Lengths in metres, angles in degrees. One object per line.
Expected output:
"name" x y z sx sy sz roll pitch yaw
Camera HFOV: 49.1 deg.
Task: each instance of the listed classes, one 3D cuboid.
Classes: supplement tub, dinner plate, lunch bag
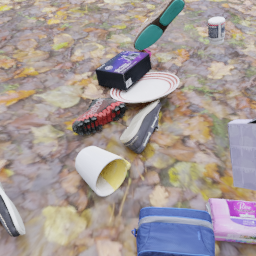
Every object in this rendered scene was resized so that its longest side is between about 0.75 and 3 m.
"supplement tub" 3.502 -3.850 11.083 0.644 0.917 0.644 -8 37 6
"dinner plate" 0.676 -1.603 11.396 2.823 0.342 2.823 -9 31 5
"lunch bag" 1.027 2.615 6.651 1.937 1.316 1.282 3 43 6

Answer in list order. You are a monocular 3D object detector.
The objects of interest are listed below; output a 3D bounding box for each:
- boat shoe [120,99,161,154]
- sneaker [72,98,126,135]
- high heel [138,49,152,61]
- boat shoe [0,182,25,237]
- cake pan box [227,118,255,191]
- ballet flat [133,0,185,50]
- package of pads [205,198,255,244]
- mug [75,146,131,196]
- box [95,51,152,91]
"boat shoe" 0.641 -0.097 10.076 0.839 0.972 2.675 50 43 -11
"sneaker" -1.187 -0.501 10.281 2.248 0.795 1.098 -29 51 -30
"high heel" 0.786 -3.575 13.698 0.701 0.492 1.459 9 29 -5
"boat shoe" -3.618 2.012 7.515 0.822 1.007 2.726 -29 48 -27
"cake pan box" 2.980 0.583 5.991 1.524 1.655 0.433 0 14 45
"ballet flat" 0.769 -2.767 7.324 0.591 1.736 0.584 28 34 -38
"package of pads" 2.945 2.429 7.327 1.701 0.643 1.025 4 44 4
"mug" -0.826 1.225 8.446 1.281 1.560 1.250 28 82 37
"box" -0.161 -2.555 12.193 1.495 0.835 2.119 13 42 33
